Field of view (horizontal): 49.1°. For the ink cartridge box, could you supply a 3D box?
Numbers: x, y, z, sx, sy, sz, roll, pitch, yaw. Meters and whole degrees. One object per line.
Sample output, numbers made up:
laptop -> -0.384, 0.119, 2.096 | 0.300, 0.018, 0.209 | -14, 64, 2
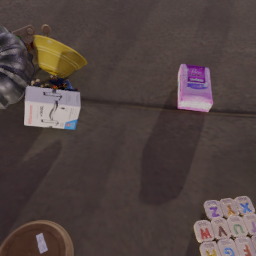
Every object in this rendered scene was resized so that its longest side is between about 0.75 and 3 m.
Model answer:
ink cartridge box -> -2.176, -0.544, 8.011 | 1.467, 1.071, 0.618 | 4, 52, -18

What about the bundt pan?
bundt pan -> -4.437, -2.021, 8.714 | 2.852, 1.070, 2.852 | 1, 83, -10

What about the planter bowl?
planter bowl -> -2.471, -2.290, 9.604 | 1.976, 1.976, 0.823 | 21, 84, 17

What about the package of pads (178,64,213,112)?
package of pads -> 2.215, -1.346, 9.339 | 1.050, 0.660, 1.743 | 8, 51, 1

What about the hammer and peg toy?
hammer and peg toy -> -3.535, -2.953, 10.210 | 1.886, 1.387, 0.665 | -28, 32, -14

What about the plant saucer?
plant saucer -> -2.066, 2.821, 6.115 | 1.730, 0.255, 1.730 | -1, 48, 1

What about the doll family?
doll family -> -2.406, -1.279, 9.328 | 1.572, 0.617, 0.908 | -22, 48, -19

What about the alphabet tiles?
alphabet tiles -> 2.579, 2.502, 6.410 | 1.976, 0.144, 1.932 | -6, 52, -3
